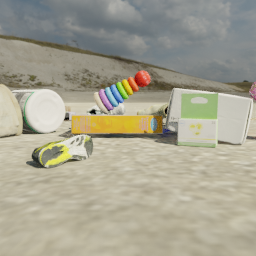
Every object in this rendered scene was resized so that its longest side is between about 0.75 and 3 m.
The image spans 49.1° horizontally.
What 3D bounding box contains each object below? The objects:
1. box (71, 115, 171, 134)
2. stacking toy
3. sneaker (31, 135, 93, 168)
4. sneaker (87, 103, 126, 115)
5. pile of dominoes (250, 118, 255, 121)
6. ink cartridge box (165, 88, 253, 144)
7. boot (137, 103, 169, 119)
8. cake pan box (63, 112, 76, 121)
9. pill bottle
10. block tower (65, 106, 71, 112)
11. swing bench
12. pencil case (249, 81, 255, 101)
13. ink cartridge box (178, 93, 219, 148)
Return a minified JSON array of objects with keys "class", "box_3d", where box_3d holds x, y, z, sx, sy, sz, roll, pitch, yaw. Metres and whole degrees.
[{"class":"box","box_3d":[-0.149,-0.139,8.850,2.989,0.620,1.779,-2,2,-1]},{"class":"stacking toy","box_3d":[-0.144,-1.259,9.379,1.962,0.838,0.838,-29,2,10]},{"class":"sneaker","box_3d":[-1.205,0.382,5.255,0.555,0.488,1.311,5,8,36]},{"class":"sneaker","box_3d":[-1.229,-0.876,15.403,2.330,0.819,0.934,-4,11,29]},{"class":"pile of dominoes","box_3d":[5.851,-0.586,14.574,1.361,0.278,1.746,5,8,38]},{"class":"ink cartridge box","box_3d":[2.584,-0.456,8.455,2.116,1.228,2.867,11,9,22]},{"class":"boot","box_3d":[1.646,-0.765,12.777,1.646,0.767,2.128,-11,4,43]},{"class":"cake pan box","box_3d":[-3.668,-0.573,13.772,1.741,0.455,1.603,5,11,40]},{"class":"pill bottle","box_3d":[-3.504,-0.625,9.798,2.553,1.444,1.444,7,9,42]},{"class":"block tower","box_3d":[-4.190,-0.966,16.468,0.600,0.642,2.222,2,5,19]},{"class":"swing bench","box_3d":[-4.850,-0.507,7.805,2.607,1.692,2.593,3,7,20]},{"class":"pencil case","box_3d":[4.257,-0.598,7.458,0.901,0.942,2.177,14,32,-43]},{"class":"ink cartridge box","box_3d":[1.700,-0.201,6.811,0.934,1.284,0.308,3,7,22]}]
